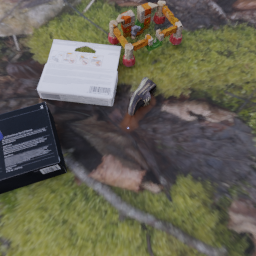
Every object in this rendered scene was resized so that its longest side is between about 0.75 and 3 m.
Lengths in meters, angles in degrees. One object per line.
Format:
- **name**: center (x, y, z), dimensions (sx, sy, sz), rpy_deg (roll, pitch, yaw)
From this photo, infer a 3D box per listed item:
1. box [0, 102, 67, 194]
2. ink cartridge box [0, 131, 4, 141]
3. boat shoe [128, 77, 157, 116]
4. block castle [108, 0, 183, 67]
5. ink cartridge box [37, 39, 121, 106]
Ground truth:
- **box**: center (-2.929, 0.580, 6.847), dimensions (2.436, 0.961, 1.719), rpy_deg (-17, 67, -8)
- **ink cartridge box**: center (-3.031, -0.580, 4.493), dimensions (0.960, 1.716, 2.516), rpy_deg (-35, 45, -25)
- **boat shoe**: center (0.427, -0.879, 7.891), dimensions (0.481, 0.489, 1.313), rpy_deg (23, 66, 12)
- **block castle**: center (0.520, -2.897, 8.696), dimensions (2.093, 0.982, 1.399), rpy_deg (-28, 69, -11)
- **ink cartridge box**: center (-1.356, -1.655, 8.286), dimensions (2.152, 0.481, 1.896), rpy_deg (7, 63, 3)
